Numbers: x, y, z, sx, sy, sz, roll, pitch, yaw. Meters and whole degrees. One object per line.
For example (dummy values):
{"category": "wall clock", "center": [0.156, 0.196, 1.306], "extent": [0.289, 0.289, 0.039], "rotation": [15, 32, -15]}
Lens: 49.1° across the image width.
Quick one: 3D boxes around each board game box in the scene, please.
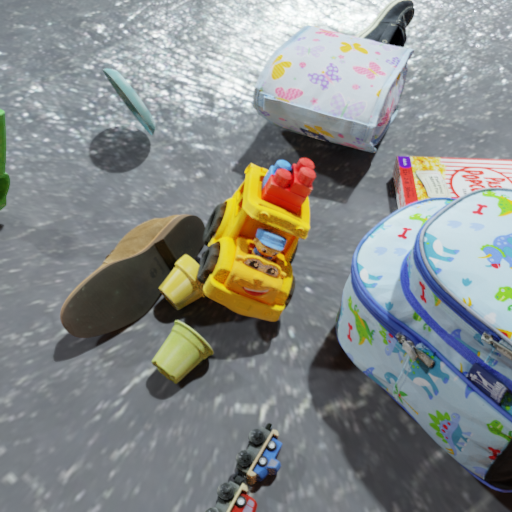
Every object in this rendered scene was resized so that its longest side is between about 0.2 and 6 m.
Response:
{"category": "board game box", "center": [3.782, -1.074, 10.304], "extent": [2.299, 0.532, 1.741], "rotation": [2, 47, 2]}

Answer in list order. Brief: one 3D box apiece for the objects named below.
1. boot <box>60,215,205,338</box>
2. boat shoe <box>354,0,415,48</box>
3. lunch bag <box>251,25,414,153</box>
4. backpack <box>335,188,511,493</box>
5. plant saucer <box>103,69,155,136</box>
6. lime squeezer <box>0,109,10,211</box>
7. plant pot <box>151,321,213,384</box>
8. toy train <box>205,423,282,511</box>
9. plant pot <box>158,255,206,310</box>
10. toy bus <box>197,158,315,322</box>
{"category": "boot", "center": [-2.071, 0.259, 9.002], "extent": [1.054, 1.028, 2.794], "rotation": [12, 42, 41]}
{"category": "boat shoe", "center": [3.204, -5.293, 13.806], "extent": [1.019, 1.221, 3.272], "rotation": [31, 56, 15]}
{"category": "lunch bag", "center": [1.550, -3.306, 11.486], "extent": [2.547, 1.909, 3.004], "rotation": [18, 40, 14]}
{"category": "backpack", "center": [2.984, 0.644, 7.367], "extent": [3.195, 2.566, 3.492], "rotation": [-30, 50, -29]}
{"category": "plant saucer", "center": [-2.530, -3.160, 11.395], "extent": [0.218, 1.587, 1.587], "rotation": [-39, 56, -6]}
{"category": "lime squeezer", "center": [-4.833, -1.275, 9.767], "extent": [3.508, 1.239, 0.662], "rotation": [-22, 10, 37]}
{"category": "plant pot", "center": [-1.095, 1.415, 7.982], "extent": [0.731, 0.731, 0.672], "rotation": [30, 66, 25]}
{"category": "toy train", "center": [-0.274, 3.018, 6.644], "extent": [0.532, 0.397, 2.325], "rotation": [24, 52, 16]}
{"category": "plant pot", "center": [-1.137, 0.462, 8.832], "extent": [0.680, 0.723, 0.723], "rotation": [-41, 58, -15]}
{"category": "toy bus", "center": [0.193, -0.426, 8.384], "extent": [1.460, 2.066, 2.152], "rotation": [23, 37, -15]}
